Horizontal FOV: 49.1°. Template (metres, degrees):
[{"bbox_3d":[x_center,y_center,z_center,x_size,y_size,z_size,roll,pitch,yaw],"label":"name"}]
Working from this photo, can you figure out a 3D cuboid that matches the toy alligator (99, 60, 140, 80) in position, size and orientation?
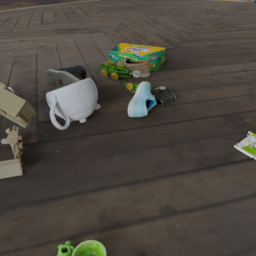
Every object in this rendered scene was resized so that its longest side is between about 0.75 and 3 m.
[{"bbox_3d":[-0.368,-2.447,12.438,2.165,0.520,0.717,23,70,27],"label":"toy alligator"}]

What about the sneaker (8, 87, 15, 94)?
[{"bbox_3d":[-4.831,-1.174,10.392,1.664,0.578,0.828,18,41,34],"label":"sneaker"}]

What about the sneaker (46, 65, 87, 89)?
[{"bbox_3d":[-1.988,-1.956,11.131,1.469,1.035,2.766,-25,38,-34],"label":"sneaker"}]

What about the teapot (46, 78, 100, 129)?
[{"bbox_3d":[-1.692,-0.766,8.990,1.762,1.287,1.739,-22,12,-13],"label":"teapot"}]

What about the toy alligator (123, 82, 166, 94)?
[{"bbox_3d":[0.613,-1.493,10.942,1.734,0.417,0.575,10,9,21],"label":"toy alligator"}]

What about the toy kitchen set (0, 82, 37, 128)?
[{"bbox_3d":[-4.416,-0.149,8.364,2.660,2.171,2.400,28,76,6],"label":"toy kitchen set"}]

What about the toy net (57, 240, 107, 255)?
[{"bbox_3d":[-1.143,2.603,4.338,1.062,0.391,2.024,12,34,18],"label":"toy net"}]

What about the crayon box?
[{"bbox_3d":[0.496,-3.600,14.064,2.546,0.742,1.512,11,34,18],"label":"crayon box"}]

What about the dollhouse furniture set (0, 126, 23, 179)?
[{"bbox_3d":[-3.163,0.536,7.345,0.664,0.777,1.500,-8,32,-16],"label":"dollhouse furniture set"}]

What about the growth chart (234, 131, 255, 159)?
[{"bbox_3d":[3.611,0.498,8.050,1.141,0.101,0.826,-28,42,-36],"label":"growth chart"}]

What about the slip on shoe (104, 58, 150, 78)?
[{"bbox_3d":[-0.081,-2.888,12.957,2.338,0.708,0.889,17,35,25],"label":"slip on shoe"}]

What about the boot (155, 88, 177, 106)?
[{"bbox_3d":[1.262,-1.195,10.565,0.857,0.341,0.985,-20,39,-30],"label":"boot"}]

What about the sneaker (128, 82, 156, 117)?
[{"bbox_3d":[0.655,-0.983,9.883,0.801,0.722,1.954,7,43,18],"label":"sneaker"}]
